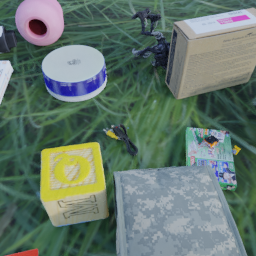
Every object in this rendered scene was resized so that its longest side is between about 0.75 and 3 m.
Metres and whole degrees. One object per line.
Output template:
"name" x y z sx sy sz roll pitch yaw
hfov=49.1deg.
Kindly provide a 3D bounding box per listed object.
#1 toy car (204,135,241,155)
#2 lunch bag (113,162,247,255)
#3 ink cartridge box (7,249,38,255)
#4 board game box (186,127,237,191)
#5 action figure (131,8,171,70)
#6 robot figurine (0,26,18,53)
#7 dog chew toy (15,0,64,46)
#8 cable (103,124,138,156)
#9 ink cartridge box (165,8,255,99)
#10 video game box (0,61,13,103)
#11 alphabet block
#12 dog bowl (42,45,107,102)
"toy car" 2.513 0.541 7.635 0.938 0.312 0.460 30 37 24
"lunch bag" 0.883 2.081 5.782 2.283 1.637 2.784 -4 54 -3
"ink cartridge box" -2.485 3.363 5.454 1.438 0.424 1.796 -10 51 -8
"board game box" 2.255 0.795 7.796 1.252 0.271 1.861 6 49 5
"action figure" 0.967 -3.155 10.640 1.440 1.237 2.423 -13 84 -44
"robot figurine" -5.250 -3.406 10.994 1.646 1.236 1.027 -10 88 -10
"dog chew toy" -3.537 -4.696 11.678 1.840 1.840 2.955 -3 42 -2
"cable" -0.118 0.332 8.306 1.281 0.322 0.622 46 45 18
"ink cartridge box" 2.824 -2.390 9.165 2.905 2.393 1.091 -14 51 -12
"video game box" -5.382 -1.503 9.641 2.282 0.534 2.079 -2 47 -2
"alphabet block" -1.224 1.330 6.577 1.370 1.395 1.362 -9 50 -8
"dog bowl" -1.853 -1.959 9.815 2.171 0.855 2.171 0 48 0
